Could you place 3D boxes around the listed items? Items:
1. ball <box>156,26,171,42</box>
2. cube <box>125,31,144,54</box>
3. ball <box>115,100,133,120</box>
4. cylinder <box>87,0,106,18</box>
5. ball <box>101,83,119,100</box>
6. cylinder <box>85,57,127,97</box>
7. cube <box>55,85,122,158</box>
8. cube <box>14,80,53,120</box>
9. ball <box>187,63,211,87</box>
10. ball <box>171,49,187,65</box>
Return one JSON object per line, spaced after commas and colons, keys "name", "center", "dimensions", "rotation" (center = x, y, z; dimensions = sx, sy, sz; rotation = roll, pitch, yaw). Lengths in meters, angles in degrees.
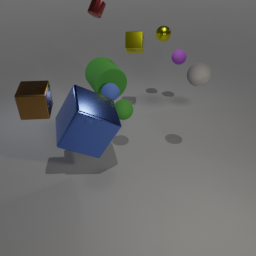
{"name": "ball", "center": [1.597, -4.239, 12.612], "dimensions": [0.700, 0.700, 0.700], "rotation": [0, 30, 0]}
{"name": "cube", "center": [0.285, -3.508, 11.539], "dimensions": [0.700, 0.700, 0.700], "rotation": [0, -4, 8]}
{"name": "ball", "center": [-0.167, -0.624, 9.603], "dimensions": [0.700, 0.700, 0.700], "rotation": [0, 30, 0]}
{"name": "cylinder", "center": [-1.517, -5.803, 13.546], "dimensions": [0.700, 0.700, 0.700], "rotation": [22, 4, -2]}
{"name": "ball", "center": [-0.679, -1.383, 10.812], "dimensions": [0.700, 0.700, 0.700], "rotation": [0, 30, 0]}
{"name": "cylinder", "center": [-0.937, -2.084, 11.703], "dimensions": [1.400, 1.400, 1.400], "rotation": [-12, 36, -20]}
{"name": "cube", "center": [-1.236, -0.182, 8.395], "dimensions": [1.400, 1.400, 1.400], "rotation": [19, 32, -29]}
{"name": "cube", "center": [-2.273, -0.683, 6.844], "dimensions": [0.700, 0.700, 0.700], "rotation": [-3, 39, -5]}
{"name": "ball", "center": [2.107, -1.579, 8.311], "dimensions": [0.700, 0.700, 0.700], "rotation": [0, 30, 0]}
{"name": "ball", "center": [2.406, -3.351, 13.222], "dimensions": [0.700, 0.700, 0.700], "rotation": [0, 30, 0]}
